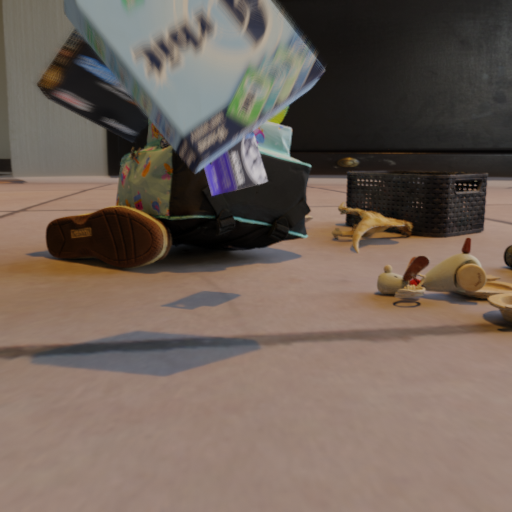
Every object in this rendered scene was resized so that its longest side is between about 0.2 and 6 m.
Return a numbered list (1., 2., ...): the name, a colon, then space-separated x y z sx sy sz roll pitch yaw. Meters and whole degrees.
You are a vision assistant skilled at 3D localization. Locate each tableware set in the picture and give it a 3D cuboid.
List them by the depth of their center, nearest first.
1. tableware set: 3.460 0.457 6.463 2.035 0.283 2.436 -1 11 -1

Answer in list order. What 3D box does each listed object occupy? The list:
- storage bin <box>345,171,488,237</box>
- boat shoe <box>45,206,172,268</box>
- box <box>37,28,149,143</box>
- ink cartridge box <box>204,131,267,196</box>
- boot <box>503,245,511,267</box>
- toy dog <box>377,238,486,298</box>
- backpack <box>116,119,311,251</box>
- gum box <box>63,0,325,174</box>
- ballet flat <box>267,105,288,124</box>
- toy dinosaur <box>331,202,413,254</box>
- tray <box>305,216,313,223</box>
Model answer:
1. storage bin: 3.720 -1.310 13.283 1.964 1.362 2.905 -7 13 -36
2. boat shoe: -2.265 -0.350 9.152 2.600 0.960 0.962 7 7 33
3. box: -2.308 -3.177 9.593 0.508 2.029 2.044 47 13 31
4. ink cartridge box: -0.285 -1.176 6.234 0.196 0.895 0.904 -11 8 36
5. boot: 4.909 -0.037 8.233 2.107 0.713 1.376 1 4 -2
6. toy dog: 2.179 0.131 6.854 1.324 0.638 0.873 -5 -1 -5
7. backpack: -0.953 -1.288 9.979 2.830 2.468 3.220 3 -8 -38
8. gum box: -0.441 -1.617 4.259 1.300 1.530 0.341 -41 2 -20
9. ballet flat: 0.052 -3.011 11.886 0.900 0.897 2.684 -28 -5 -12
10. toy dinosaur: 2.235 -0.640 11.228 1.343 0.773 2.656 10 14 38
11. tray: -0.245 -0.754 13.065 2.925 0.324 1.570 -7 12 -34
